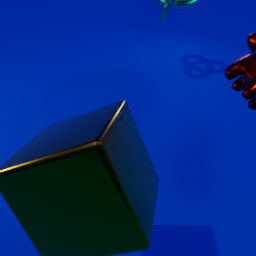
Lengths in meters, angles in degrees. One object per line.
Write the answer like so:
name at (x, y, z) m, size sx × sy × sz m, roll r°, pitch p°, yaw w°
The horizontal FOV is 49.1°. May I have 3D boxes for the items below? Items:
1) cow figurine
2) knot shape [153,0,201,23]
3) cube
cow figurine at (2.064, -0.958, 4.194) m, size 1.140 × 0.636 × 1.158 m, roll -36°, pitch 42°, yaw 16°
knot shape at (1.378, -3.877, 8.513) m, size 1.669 × 0.771 × 1.562 m, roll 3°, pitch 53°, yaw 45°
cube at (-0.465, 0.596, 3.299) m, size 1.258 × 1.258 × 1.258 m, roll -18°, pitch 18°, yaw 18°
